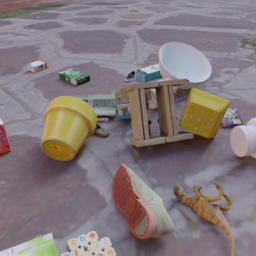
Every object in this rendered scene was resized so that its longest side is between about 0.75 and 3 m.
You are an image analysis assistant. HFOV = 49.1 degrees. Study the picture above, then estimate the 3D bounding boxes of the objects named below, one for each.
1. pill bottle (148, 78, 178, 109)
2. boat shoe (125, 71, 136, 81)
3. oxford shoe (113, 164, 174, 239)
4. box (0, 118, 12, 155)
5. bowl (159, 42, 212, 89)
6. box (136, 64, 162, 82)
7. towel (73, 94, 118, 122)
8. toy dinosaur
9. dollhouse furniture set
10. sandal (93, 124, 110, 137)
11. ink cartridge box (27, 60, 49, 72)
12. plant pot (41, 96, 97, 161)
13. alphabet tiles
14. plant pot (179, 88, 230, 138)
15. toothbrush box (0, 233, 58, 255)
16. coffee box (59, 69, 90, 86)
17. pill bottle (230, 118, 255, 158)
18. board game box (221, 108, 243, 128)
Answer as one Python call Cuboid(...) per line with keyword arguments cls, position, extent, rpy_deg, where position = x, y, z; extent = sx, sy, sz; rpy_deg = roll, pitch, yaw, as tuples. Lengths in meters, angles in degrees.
Cuboid(cls="pill bottle", position=(1.456, -1.602, 12.472), extent=(0.999, 0.999, 1.716), rpy_deg=(24, 40, 32))
Cuboid(cls="boat shoe", position=(0.138, -2.780, 14.895), extent=(0.340, 0.322, 0.973), rpy_deg=(18, 37, 25))
Cuboid(cls="oxford shoe", position=(0.303, 1.902, 7.441), extent=(0.963, 0.923, 2.608), rpy_deg=(16, 22, -28))
Cuboid(cls="box", position=(-5.091, -0.010, 9.854), extent=(1.086, 1.178, 2.295), rpy_deg=(-22, 38, -30))
Cuboid(cls="bowl", position=(2.594, -2.856, 13.792), extent=(2.725, 1.225, 2.725), rpy_deg=(9, 54, -12))
Cuboid(cls="box", position=(1.363, -3.001, 15.115), extent=(1.823, 0.448, 0.750), rpy_deg=(-22, 39, -30))
Cuboid(cls="towel", position=(-1.492, -0.887, 12.062), extent=(2.152, 0.372, 2.072), rpy_deg=(-2, 30, 1))
Cuboid(cls="toy dinosaur", position=(2.176, 2.149, 7.206), extent=(1.247, 0.709, 2.349), rpy_deg=(-41, 41, -12))
Cuboid(cls="dollhouse furniture set", position=(0.863, -0.607, 10.592), extent=(2.063, 2.075, 2.945), rpy_deg=(-7, 4, -12))
Cuboid(cls="sandal", position=(-1.231, 0.018, 10.584), extent=(1.206, 0.326, 0.485), rpy_deg=(15, 36, 21))
Cuboid(cls="ink cartridge box", position=(-5.115, -3.565, 16.059), extent=(0.633, 0.366, 1.089), rpy_deg=(22, 39, 30))
Cuboid(cls="plant pot", position=(-2.069, 0.105, 9.334), extent=(1.757, 1.757, 1.653), rpy_deg=(6, 48, 8))
Cuboid(cls="alphabet tiles", position=(-0.896, 2.914, 6.349), extent=(1.183, 0.086, 1.157), rpy_deg=(-14, 36, -20))
Cuboid(cls="plant pot", position=(2.579, -0.419, 9.769), extent=(1.450, 1.450, 1.279), rpy_deg=(23, 22, 14))
Cuboid(cls="toothbrush box", position=(-2.080, 2.924, 5.935), extent=(1.214, 0.522, 0.884), rpy_deg=(-16, 36, -20))
Cuboid(cls="coffee box", position=(-2.829, -2.699, 14.758), extent=(1.506, 0.331, 0.926), rpy_deg=(27, 42, 35))
Cuboid(cls="pill bottle", position=(4.827, 0.284, 9.186), extent=(2.683, 1.399, 1.399), rpy_deg=(-6, 34, -10))
Cuboid(cls="board game box", position=(4.147, -0.429, 11.419), extent=(0.786, 0.212, 1.310), rpy_deg=(7, 33, 4))
